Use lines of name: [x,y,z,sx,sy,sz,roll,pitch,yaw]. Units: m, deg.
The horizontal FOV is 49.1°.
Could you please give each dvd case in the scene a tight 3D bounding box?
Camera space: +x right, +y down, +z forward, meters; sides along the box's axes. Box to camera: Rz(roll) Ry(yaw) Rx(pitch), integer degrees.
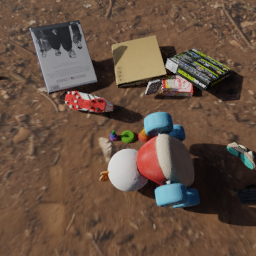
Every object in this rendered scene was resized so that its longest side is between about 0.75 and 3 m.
dvd case: [-2.796,-3.135,12.273,2.222,0.366,2.956,-16,87,-17]

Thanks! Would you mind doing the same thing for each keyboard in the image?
keyboard: [4.301,2.210,9.597,1.083,0.139,0.651,-3,54,-4]

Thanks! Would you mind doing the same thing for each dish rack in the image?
dish rack: [1.050,-1.735,11.878,0.671,0.782,0.170,-19,59,-27]

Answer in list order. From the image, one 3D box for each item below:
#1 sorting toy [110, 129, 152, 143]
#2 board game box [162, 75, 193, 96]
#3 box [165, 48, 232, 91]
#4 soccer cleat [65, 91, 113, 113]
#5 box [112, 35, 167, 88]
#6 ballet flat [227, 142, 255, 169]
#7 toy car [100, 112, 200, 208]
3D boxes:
sorting toy: [0.121,0.198,10.779,1.656,0.570,0.574,-2,54,-2]
board game box: [2.172,-1.883,12.429,1.313,0.304,0.995,2,55,1]
box: [3.172,-2.687,12.583,2.227,0.529,2.150,38,45,24]
soccer cleat: [-1.642,-1.032,11.604,2.268,0.966,0.778,12,91,33]
box: [0.461,-3.174,13.151,2.265,0.295,2.771,-11,54,4]
ballet flat: [4.169,0.928,10.059,0.463,0.469,1.377,-27,41,-11]
toy car: [0.498,1.354,9.276,2.938,2.598,2.708,-17,67,23]
